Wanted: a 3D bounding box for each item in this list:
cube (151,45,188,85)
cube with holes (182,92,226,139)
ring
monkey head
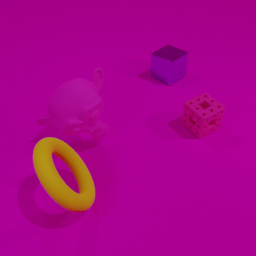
[{"bbox_3d":[1.324,-2.053,9.077,0.853,0.853,0.853,-35,51,-30],"label":"cube"},{"bbox_3d":[1.903,-0.328,7.143,0.716,0.716,0.716,-26,50,-19],"label":"cube with holes"},{"bbox_3d":[-1.142,0.837,5.170,0.306,1.531,1.531,-34,43,10],"label":"ring"},{"bbox_3d":[-1.087,-0.391,6.427,1.979,1.423,1.192,-39,55,5],"label":"monkey head"}]
